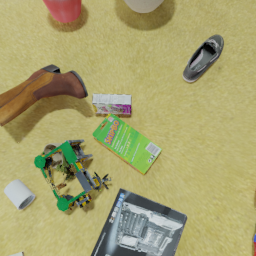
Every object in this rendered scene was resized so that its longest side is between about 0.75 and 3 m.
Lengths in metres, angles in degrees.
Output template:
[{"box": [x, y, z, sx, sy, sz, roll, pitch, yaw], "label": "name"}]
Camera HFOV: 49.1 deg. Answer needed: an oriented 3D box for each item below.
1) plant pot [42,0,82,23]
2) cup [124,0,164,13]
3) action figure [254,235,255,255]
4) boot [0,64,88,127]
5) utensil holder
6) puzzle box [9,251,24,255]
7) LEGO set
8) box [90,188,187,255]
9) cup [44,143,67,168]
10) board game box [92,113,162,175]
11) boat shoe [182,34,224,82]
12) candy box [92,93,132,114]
[{"box": [-2.668, -5.337, 11.424, 1.822, 1.612, 1.822, 0, 70, -1], "label": "plant pot"}, {"box": [0.673, -5.940, 11.427, 2.714, 1.941, 2.714, 0, 66, 0], "label": "cup"}, {"box": [4.593, 2.690, 8.680, 0.976, 1.480, 2.991, 14, 65, 4], "label": "action figure"}, {"box": [-3.150, -1.064, 9.559, 2.774, 1.009, 2.947, 33, 57, 32], "label": "boot"}, {"box": [-3.601, 2.193, 9.294, 0.789, 0.671, 0.671, 41, 75, 16], "label": "utensil holder"}, {"box": [-3.621, 4.735, 8.627, 1.020, 0.195, 1.533, -14, 71, -4], "label": "puzzle box"}, {"box": [-1.827, 1.479, 9.415, 1.833, 1.381, 2.384, -42, 78, 13], "label": "LEGO set"}, {"box": [0.247, 3.585, 8.470, 2.263, 0.714, 2.869, 18, 71, 23], "label": "box"}, {"box": [-2.386, 0.872, 9.699, 0.876, 0.627, 0.876, 9, 109, 28], "label": "cup"}, {"box": [-0.052, 0.528, 10.051, 2.362, 0.354, 1.128, 36, 74, 9], "label": "board game box"}, {"box": [3.077, -2.876, 11.031, 0.857, 0.730, 2.563, 36, 74, 12], "label": "boat shoe"}, {"box": [-0.562, -0.861, 10.205, 1.387, 0.946, 0.423, 2, 71, 2], "label": "candy box"}]
